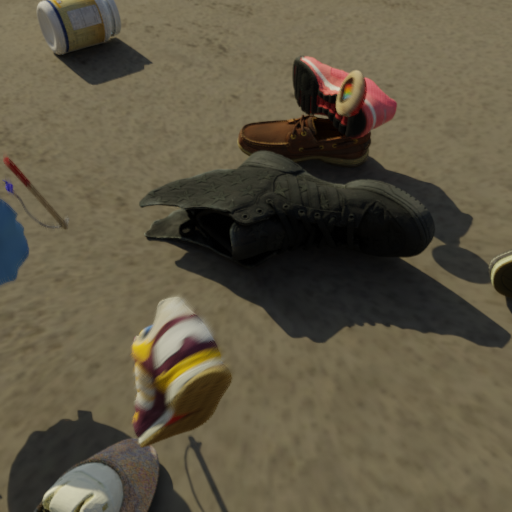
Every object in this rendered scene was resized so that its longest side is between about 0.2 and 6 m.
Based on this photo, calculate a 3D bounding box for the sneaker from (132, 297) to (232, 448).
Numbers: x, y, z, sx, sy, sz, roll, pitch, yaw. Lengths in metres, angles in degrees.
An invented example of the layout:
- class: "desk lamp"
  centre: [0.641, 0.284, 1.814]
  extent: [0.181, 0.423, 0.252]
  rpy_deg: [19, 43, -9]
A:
- class: "sneaker"
  centre: [-0.757, 1.063, 4.966]
  extent: [0.692, 1.847, 0.832]
  rpy_deg: [-12, 62, -32]

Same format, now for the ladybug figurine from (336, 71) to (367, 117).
- class: "ladybug figurine"
  centre: [1.539, -2.542, 8.912]
  extent: [0.299, 0.565, 0.832]
  rpy_deg: [24, 70, -26]

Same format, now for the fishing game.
- class: "fishing game"
  centre: [-3.422, -0.084, 6.288]
  extent: [2.406, 1.723, 0.374]
  rpy_deg: [-35, 54, -6]

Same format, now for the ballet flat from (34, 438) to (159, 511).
- class: "ballet flat"
  centre: [-1.902, 2.769, 5.273]
  extent: [0.961, 0.950, 2.824]
  rpy_deg: [21, 48, 20]

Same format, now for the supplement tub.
- class: "supplement tub"
  centre: [-4.309, -5.736, 13.694]
  extent: [1.700, 1.228, 1.228]
  rpy_deg: [-28, 51, -26]

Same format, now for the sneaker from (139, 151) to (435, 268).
- class: "sneaker"
  centre: [0.359, -0.472, 8.451]
  extent: [4.077, 1.224, 2.127]
  rpy_deg: [24, 49, 29]

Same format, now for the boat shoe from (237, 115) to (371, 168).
- class: "boat shoe"
  centre: [0.891, -2.231, 10.288]
  extent: [2.465, 0.833, 0.887]
  rpy_deg: [4, 58, 2]

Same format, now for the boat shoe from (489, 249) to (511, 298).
- class: "boat shoe"
  centre: [4.536, -0.018, 8.161]
  extent: [2.515, 0.898, 0.826]
  rpy_deg: [-12, 35, -1]

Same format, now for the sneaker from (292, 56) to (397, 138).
- class: "sneaker"
  centre: [1.557, -2.929, 10.180]
  extent: [1.058, 0.899, 2.440]
  rpy_deg: [-21, 48, -23]
